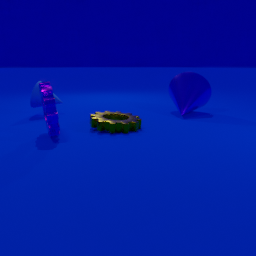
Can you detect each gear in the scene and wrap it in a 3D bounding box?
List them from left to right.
[{"bbox_3d":[-1.891,-0.445,6.722,0.241,1.302,1.302,-12,17,-19],"label":"gear"},{"bbox_3d":[-0.338,-0.184,7.703,1.399,0.259,1.399,4,16,-1],"label":"gear"}]

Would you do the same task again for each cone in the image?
[{"bbox_3d":[-2.637,-0.988,9.437,0.944,0.941,0.941,18,14,-1],"label":"cone"},{"bbox_3d":[1.955,-0.862,9.462,1.522,1.522,1.528,5,39,20],"label":"cone"}]
